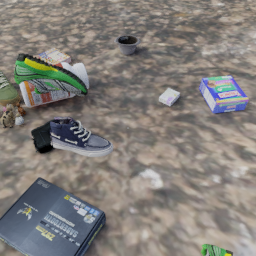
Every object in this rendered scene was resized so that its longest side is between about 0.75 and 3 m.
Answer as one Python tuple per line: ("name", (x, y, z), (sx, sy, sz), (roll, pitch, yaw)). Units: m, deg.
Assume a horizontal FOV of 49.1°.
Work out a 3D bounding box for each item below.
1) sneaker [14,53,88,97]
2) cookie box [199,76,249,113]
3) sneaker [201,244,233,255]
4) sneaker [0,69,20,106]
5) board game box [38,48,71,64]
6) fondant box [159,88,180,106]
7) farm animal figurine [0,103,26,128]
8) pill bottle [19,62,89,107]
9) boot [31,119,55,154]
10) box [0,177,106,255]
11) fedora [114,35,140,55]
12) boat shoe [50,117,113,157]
("sneaker", (-2.829, -1.752, 10.473), (2.780, 1.184, 1.085), (19, 16, -21))
("cookie box", (4.125, -1.493, 12.202), (1.465, 0.644, 1.713), (-7, 47, -9))
("sneaker", (1.927, 3.894, 7.002), (0.901, 0.825, 2.115), (16, 39, 24))
("sneaker", (-5.898, -2.136, 12.366), (0.977, 1.308, 2.914), (-35, 55, -29))
("board game box", (-3.798, -3.603, 14.477), (1.395, 0.323, 1.057), (34, 55, 28))
("fondant box", (1.832, -1.373, 12.381), (0.591, 0.239, 0.819), (29, 54, 24))
("farm animal figurine", (-4.892, -0.589, 11.294), (1.345, 0.701, 1.330), (-9, 47, -9))
("pill bottle", (-3.162, -1.938, 12.024), (2.750, 1.542, 1.542), (-17, 48, -17))
("boot", (-2.982, 0.308, 10.573), (1.340, 0.496, 1.098), (-25, 48, -13))
("box", (-2.214, 2.781, 8.058), (2.544, 0.649, 2.006), (22, 51, 21))
("fedora", (-0.041, -4.388, 14.970), (1.380, 0.704, 1.560), (3, 38, 0))
("boat shoe", (-1.431, 0.229, 8.384), (2.004, 0.929, 0.748), (7, 37, 8))
